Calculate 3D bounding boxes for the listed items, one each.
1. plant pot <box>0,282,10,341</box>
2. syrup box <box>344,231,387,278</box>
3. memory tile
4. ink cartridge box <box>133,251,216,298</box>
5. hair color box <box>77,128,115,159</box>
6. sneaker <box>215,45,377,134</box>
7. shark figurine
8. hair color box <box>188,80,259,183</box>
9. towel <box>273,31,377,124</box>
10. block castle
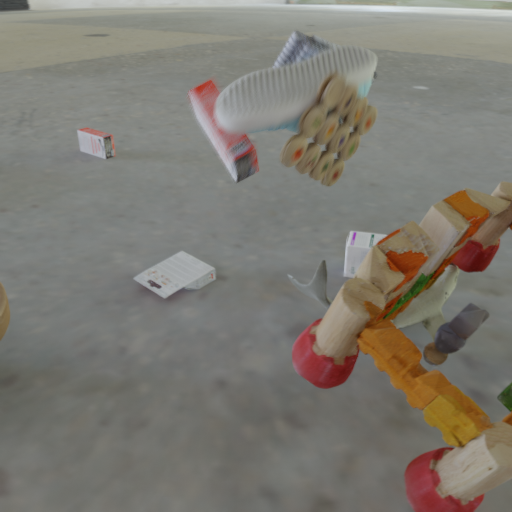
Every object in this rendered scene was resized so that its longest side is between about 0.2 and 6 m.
[{"bbox_3d":[-3.483,0.990,5.534,2.092,0.965,2.092,-1,29,0],"label":"plant pot"},{"bbox_3d":[1.874,0.041,7.707,1.275,0.502,0.519,7,30,14],"label":"syrup box"},{"bbox_3d":[1.136,-1.794,8.297,0.161,1.466,1.913,39,14,27],"label":"memory tile"},{"bbox_3d":[-1.093,0.308,7.594,0.714,0.221,0.881,26,45,37],"label":"ink cartridge box"},{"bbox_3d":[-3.488,-2.458,12.214,0.889,0.493,0.284,22,36,33],"label":"hair color box"},{"bbox_3d":[0.672,-2.153,8.306,2.872,1.177,1.062,-26,50,-26],"label":"sneaker"},{"bbox_3d":[1.434,0.590,6.588,1.997,1.193,0.833,-6,-3,-9],"label":"shark figurine"},{"bbox_3d":[-0.483,-1.885,8.523,0.438,0.760,1.370,-28,74,-4],"label":"hair color box"},{"bbox_3d":[1.056,-2.932,9.536,1.595,1.321,0.682,13,47,-28],"label":"towel"},{"bbox_3d":[1.994,0.734,5.298,3.069,1.440,2.050,-28,65,-33],"label":"block castle"}]
